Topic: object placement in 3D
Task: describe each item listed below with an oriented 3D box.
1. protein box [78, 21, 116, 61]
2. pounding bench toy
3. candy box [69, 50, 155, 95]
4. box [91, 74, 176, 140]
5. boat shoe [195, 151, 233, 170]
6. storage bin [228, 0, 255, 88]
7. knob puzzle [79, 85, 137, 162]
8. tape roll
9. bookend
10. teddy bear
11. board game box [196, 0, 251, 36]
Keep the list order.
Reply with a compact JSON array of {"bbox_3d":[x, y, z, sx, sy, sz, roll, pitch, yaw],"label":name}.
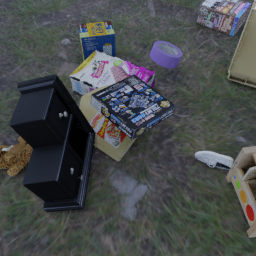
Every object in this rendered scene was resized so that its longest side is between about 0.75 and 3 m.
[{"bbox_3d":[-1.266,-3.525,11.712,1.387,1.397,0.942,-10,53,-8],"label":"protein box"},{"bbox_3d":[3.934,1.435,7.025,1.649,2.654,2.070,-5,52,-4],"label":"pounding bench toy"},{"bbox_3d":[-0.574,-1.793,10.713,2.725,0.831,1.858,23,56,18],"label":"candy box"},{"bbox_3d":[0.165,-0.717,8.554,1.897,0.471,1.882,-32,61,-34],"label":"box"},{"bbox_3d":[2.692,1.053,8.795,1.188,0.428,0.407,16,52,0],"label":"boat shoe"},{"bbox_3d":[5.538,-2.858,10.396,2.812,2.792,1.318,21,38,15],"label":"storage bin"},{"bbox_3d":[-0.603,-0.402,9.564,2.749,0.381,2.749,-4,73,13],"label":"knob puzzle"},{"bbox_3d":[1.514,-2.932,11.133,1.200,0.510,1.200,13,42,-13],"label":"tape roll"},{"bbox_3d":[-2.093,0.476,7.640,1.233,2.676,2.659,-9,50,16],"label":"bookend"},{"bbox_3d":[-3.488,0.867,8.859,1.929,0.644,1.398,-21,47,-7],"label":"teddy bear"},{"bbox_3d":[4.604,-5.540,13.569,1.986,0.962,1.583,29,57,21],"label":"board game box"}]
